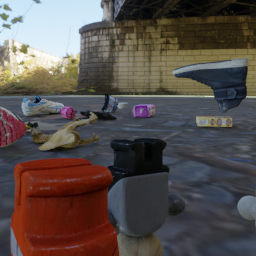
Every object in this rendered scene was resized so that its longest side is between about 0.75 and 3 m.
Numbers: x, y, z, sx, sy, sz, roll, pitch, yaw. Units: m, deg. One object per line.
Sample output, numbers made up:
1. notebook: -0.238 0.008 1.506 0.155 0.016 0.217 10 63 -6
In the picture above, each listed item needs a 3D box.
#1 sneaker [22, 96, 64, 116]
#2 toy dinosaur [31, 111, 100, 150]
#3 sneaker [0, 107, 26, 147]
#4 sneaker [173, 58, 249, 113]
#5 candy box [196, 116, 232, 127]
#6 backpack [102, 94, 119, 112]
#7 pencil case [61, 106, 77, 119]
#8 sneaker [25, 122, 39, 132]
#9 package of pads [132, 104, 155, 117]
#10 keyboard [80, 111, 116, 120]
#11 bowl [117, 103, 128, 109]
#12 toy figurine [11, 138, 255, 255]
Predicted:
1. sneaker: -4.420 -1.207 14.960 0.988 0.996 2.748 3 8 29
2. toy dinosaur: -1.392 0.230 6.764 1.461 0.841 2.890 -25 14 -34
3. sneaker: -3.505 -0.131 7.390 2.631 1.061 0.983 6 8 37
4. sneaker: 3.117 -1.537 10.733 2.765 1.998 1.051 0 15 24
5. candy box: 3.240 -0.254 10.600 1.245 0.344 0.719 2 9 11
6. backpack: -1.017 -1.345 16.110 0.842 1.093 1.041 12 10 -9
7. pencil case: -2.834 -0.758 13.246 0.548 0.566 1.209 -12 12 -25
8. sneaker: -3.343 -0.046 9.248 0.785 0.332 0.292 -3 8 -17
9. package of pads: 0.798 -0.872 14.039 0.908 0.570 1.507 -1 8 15
10. keyboard: -1.492 -0.496 12.856 1.849 0.366 0.962 5 -13 37
11. bowl: -0.411 -1.534 19.202 0.830 0.373 0.830 -1 8 0
12. toy figurine: 0.431 0.726 1.442 1.763 1.226 1.735 0 3 14
